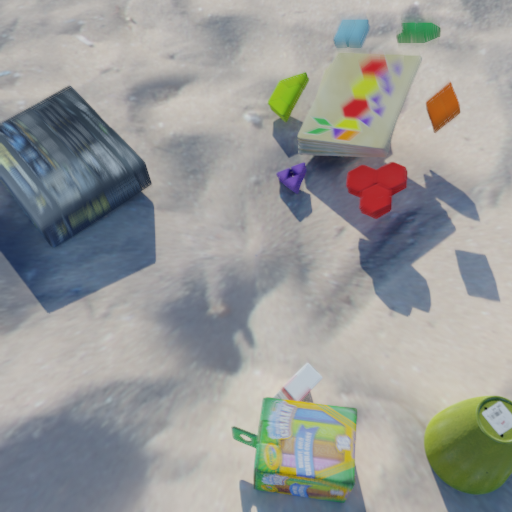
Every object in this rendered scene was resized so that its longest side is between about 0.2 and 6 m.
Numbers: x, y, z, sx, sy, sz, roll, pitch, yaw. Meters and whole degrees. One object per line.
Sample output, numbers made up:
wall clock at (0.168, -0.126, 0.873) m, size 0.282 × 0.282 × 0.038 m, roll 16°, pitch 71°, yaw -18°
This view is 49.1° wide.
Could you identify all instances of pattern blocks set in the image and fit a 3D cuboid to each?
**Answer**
pattern blocks set at (1.965, -2.903, 10.861) m, size 3.785 × 0.349 × 4.306 m, roll 24°, pitch 74°, yaw 32°

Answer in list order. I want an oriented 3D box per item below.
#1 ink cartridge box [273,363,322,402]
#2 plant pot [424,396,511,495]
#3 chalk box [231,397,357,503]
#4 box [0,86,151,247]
ink cartridge box at (0.584, 1.891, 8.010) m, size 0.542 × 0.744 × 0.315 m, roll -39°, pitch 76°, yaw -24°
plant pot at (2.978, 2.361, 7.372) m, size 1.219 × 1.302 × 1.219 m, roll 0°, pitch 55°, yaw 0°
chalk box at (0.461, 2.553, 7.429) m, size 1.612 × 1.003 × 0.998 m, roll 5°, pitch 55°, yaw 5°
box at (-3.641, -1.762, 10.494) m, size 2.180 × 0.705 × 2.764 m, roll -37°, pitch 63°, yaw -18°
